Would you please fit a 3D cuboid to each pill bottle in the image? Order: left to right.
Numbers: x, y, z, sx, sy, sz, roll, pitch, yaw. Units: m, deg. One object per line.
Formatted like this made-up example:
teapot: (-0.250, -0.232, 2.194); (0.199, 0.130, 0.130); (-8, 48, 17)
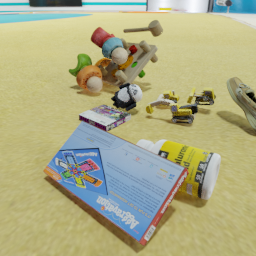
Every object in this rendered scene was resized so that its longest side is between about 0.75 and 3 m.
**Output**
pill bottle: (0.962, 0.774, 5.807); (1.685, 0.938, 0.938); (14, 31, 25)

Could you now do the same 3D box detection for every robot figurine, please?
robot figurine: (-0.035, -1.014, 9.115); (1.016, 0.764, 0.634); (-23, 18, 18)

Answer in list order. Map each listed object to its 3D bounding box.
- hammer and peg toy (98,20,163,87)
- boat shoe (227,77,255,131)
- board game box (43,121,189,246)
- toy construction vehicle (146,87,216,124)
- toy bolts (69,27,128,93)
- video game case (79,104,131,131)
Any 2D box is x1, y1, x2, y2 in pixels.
hammer and peg toy: (0.180, -2.861, 11.124); (2.899, 1.022, 2.133); (-53, 39, -8)
boat shoe: (3.629, -0.796, 8.204); (0.757, 0.653, 2.075); (8, 49, -31)
board game box: (-0.392, 0.866, 5.485); (2.823, 0.275, 1.453); (23, 68, 39)
toy construction vehicle: (1.703, -0.886, 8.954); (1.915, 0.675, 1.668); (5, 36, 26)
toy bolts: (-0.805, -2.467, 11.058); (2.228, 2.332, 1.618); (1, 43, -50)
video game case: (-0.720, -0.348, 8.741); (1.223, 0.219, 1.109); (21, 34, 35)
